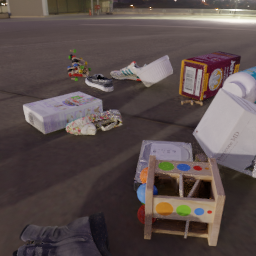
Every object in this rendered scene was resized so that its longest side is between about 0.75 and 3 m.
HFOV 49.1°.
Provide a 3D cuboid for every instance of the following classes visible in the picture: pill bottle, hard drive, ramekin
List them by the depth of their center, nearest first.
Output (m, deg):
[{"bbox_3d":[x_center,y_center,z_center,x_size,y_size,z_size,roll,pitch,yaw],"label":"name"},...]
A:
[{"bbox_3d":[1.021,1.019,7.640,1.502,0.407,2.150,4,28,8],"label":"hard drive"},{"bbox_3d":[5.010,-1.700,11.791,2.657,1.472,1.472,-22,34,-39],"label":"pill bottle"},{"bbox_3d":[1.387,-2.758,13.875,1.760,0.924,1.760,-29,5,3],"label":"ramekin"}]

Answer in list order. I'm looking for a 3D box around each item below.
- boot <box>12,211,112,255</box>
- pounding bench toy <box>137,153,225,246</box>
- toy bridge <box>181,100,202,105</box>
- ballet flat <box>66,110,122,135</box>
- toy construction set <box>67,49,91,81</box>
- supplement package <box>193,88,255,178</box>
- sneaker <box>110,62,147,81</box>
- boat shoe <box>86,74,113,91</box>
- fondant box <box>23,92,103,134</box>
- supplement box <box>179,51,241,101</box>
[{"bbox_3d":[-1.027,2.425,4.531,1.667,0.883,2.532,-9,17,-11],"label":"boot"},{"bbox_3d":[1.059,1.270,6.165,1.591,1.267,2.040,3,27,7],"label":"pounding bench toy"},{"bbox_3d":[2.780,-1.105,12.166,0.915,0.125,0.308,3,26,6],"label":"toy bridge"},{"bbox_3d":[-1.077,-0.143,9.671,2.075,0.785,0.663,-20,56,-27],"label":"ballet flat"},{"bbox_3d":[-2.559,-3.275,15.527,1.296,1.407,1.687,1,45,-26],"label":"toy construction set"},{"bbox_3d":[3.168,0.281,6.998,2.463,1.440,1.445,20,24,-15],"label":"supplement package"},{"bbox_3d":[0.080,-3.166,15.292,2.125,0.993,0.748,8,28,14],"label":"sneaker"},{"bbox_3d":[-1.477,-2.426,14.163,0.724,0.684,2.017,-20,33,-34],"label":"boat shoe"},{"bbox_3d":[-2.412,-0.656,10.531,2.417,0.704,1.744,-21,30,-34],"label":"fondant box"},{"bbox_3d":[3.908,-2.537,13.293,2.991,1.651,1.281,-21,34,-36],"label":"supplement box"}]
